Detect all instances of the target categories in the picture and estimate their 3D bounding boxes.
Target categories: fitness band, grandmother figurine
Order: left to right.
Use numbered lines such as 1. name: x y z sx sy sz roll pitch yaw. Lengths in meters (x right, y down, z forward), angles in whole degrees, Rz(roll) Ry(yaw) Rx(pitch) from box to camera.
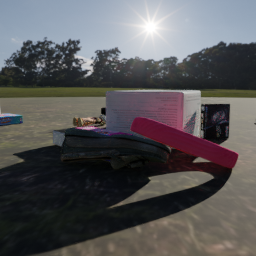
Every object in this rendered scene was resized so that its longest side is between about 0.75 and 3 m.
1. grandmother figurine: -1.473 -0.274 11.420 0.977 0.488 1.610 16 13 41
2. fitness band: 1.117 0.264 5.664 2.194 0.411 1.576 20 -1 -1

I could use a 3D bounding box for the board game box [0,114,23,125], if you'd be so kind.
1. board game box: -5.664 -0.358 12.147 1.284 0.380 1.688 7 10 39

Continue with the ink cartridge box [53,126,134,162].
1. ink cartridge box: -0.775 0.345 7.139 1.229 0.481 2.596 -7 13 -41

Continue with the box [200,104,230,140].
1. box: 2.662 -0.200 8.562 0.867 1.082 0.236 -1 7 -13

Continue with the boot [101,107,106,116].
1. boot: -0.147 -0.956 15.013 1.817 0.724 2.205 -6 0 31

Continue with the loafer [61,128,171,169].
1. loafer: -0.315 0.529 5.564 2.300 0.723 0.826 8 -20 24

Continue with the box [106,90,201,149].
1. box: 0.826 -0.378 8.363 2.278 1.489 2.266 4 9 25
